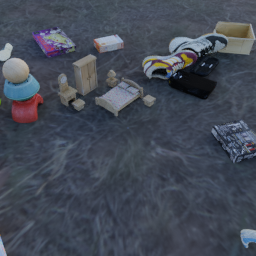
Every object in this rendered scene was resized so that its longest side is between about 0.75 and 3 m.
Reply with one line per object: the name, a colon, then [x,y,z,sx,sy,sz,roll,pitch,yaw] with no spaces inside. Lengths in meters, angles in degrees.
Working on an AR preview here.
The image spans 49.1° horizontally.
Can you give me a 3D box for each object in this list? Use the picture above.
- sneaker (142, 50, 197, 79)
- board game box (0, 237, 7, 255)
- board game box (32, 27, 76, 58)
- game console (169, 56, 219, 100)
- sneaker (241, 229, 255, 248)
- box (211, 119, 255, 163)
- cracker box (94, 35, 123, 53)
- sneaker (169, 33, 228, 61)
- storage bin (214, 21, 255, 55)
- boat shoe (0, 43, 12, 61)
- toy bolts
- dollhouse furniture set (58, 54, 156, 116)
sneaker: [1.698,-2.348,10.849,2.198,0.824,0.990,-12,52,-3]
board game box: [-3.404,2.996,5.348,2.131,0.515,2.817,-25,48,-23]
board game box: [-3.407,-3.976,12.842,1.341,0.361,2.234,-25,49,-18]
game console: [2.835,-2.094,10.858,1.568,0.320,2.658,26,50,24]
sneaker: [2.990,2.325,5.893,1.138,0.409,0.413,-12,70,23]
box: [3.247,0.349,8.263,1.040,0.328,1.318,-13,45,-13]
cracker box: [-0.874,-3.794,12.612,1.160,0.335,0.777,-17,46,-16]
sneaker: [3.005,-3.252,11.765,2.467,0.933,1.082,-7,52,4]
storage bin: [4.712,-4.084,12.622,1.580,0.746,1.591,8,45,7]
boat shoe: [-5.313,-3.192,12.064,0.347,0.409,1.124,-30,40,34]
toy bolts: [-4.194,-1.041,8.532,2.831,1.963,2.704,-4,44,-4]
dollhouse furniture set: [-0.715,-1.301,9.334,2.566,1.253,2.188,30,52,28]
